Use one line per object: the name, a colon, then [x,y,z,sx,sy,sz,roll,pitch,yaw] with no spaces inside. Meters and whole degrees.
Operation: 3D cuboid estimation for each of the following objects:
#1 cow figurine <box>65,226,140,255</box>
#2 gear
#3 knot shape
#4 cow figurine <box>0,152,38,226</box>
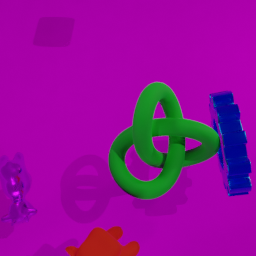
cow figurine: [-0.420,2.085,4.308,0.762,1.366,1.388,33,116,27]
gear: [1.909,0.281,5.354,0.361,1.950,1.950,-10,69,12]
knot shape: [0.693,0.279,4.711,1.764,0.871,1.885,12,104,-21]
cow figurine: [-1.873,1.037,4.698,0.568,1.036,1.019,-12,31,-14]
